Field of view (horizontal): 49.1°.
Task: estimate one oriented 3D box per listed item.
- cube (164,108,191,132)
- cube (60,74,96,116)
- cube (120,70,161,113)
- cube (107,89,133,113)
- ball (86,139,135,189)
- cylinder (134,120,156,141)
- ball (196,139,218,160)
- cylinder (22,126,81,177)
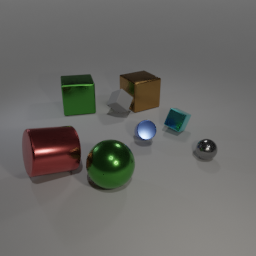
[{"bbox_3d":[1.929,-0.327,10.885,0.700,0.700,0.700,28,17,23],"label":"cube"},{"bbox_3d":[-2.247,-1.515,12.604,1.400,1.400,1.400,-6,29,-12],"label":"cube"},{"bbox_3d":[0.543,-1.729,13.018,1.400,1.400,1.400,-16,33,-27],"label":"cube"},{"bbox_3d":[-0.344,-1.138,11.922,0.700,0.700,0.700,-8,54,49],"label":"cube"},{"bbox_3d":[-0.496,1.027,8.014,1.400,1.400,1.400,0,29,0],"label":"ball"},{"bbox_3d":[0.615,0.096,10.082,0.700,0.700,0.700,-4,-5,-6],"label":"cylinder"},{"bbox_3d":[2.602,0.705,9.277,0.700,0.700,0.700,0,29,0],"label":"ball"},{"bbox_3d":[-2.314,0.671,8.415,1.400,1.400,1.400,-5,27,-32],"label":"cylinder"}]
